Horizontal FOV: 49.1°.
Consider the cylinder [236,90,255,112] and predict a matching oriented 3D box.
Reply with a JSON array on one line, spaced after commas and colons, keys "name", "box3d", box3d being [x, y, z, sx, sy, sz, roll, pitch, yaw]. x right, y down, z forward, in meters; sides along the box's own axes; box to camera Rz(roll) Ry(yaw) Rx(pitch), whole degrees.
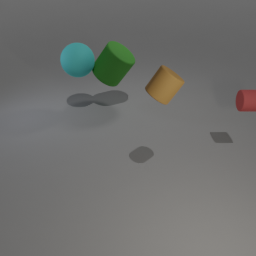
[{"name": "cylinder", "box3d": [3.934, -0.879, 9.003, 0.700, 0.700, 0.700, 0, 32, -1]}]

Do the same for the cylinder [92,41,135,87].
[{"name": "cylinder", "box3d": [-0.631, -2.762, 12.123, 1.400, 1.400, 1.400, 27, 37, -23]}]

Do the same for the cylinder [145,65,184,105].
[{"name": "cylinder", "box3d": [0.889, -1.046, 6.817, 0.700, 0.700, 0.700, 31, 23, -15]}]

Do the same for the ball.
[{"name": "ball", "box3d": [-2.085, -2.808, 11.612, 1.400, 1.400, 1.400, 0, 32, 0]}]
